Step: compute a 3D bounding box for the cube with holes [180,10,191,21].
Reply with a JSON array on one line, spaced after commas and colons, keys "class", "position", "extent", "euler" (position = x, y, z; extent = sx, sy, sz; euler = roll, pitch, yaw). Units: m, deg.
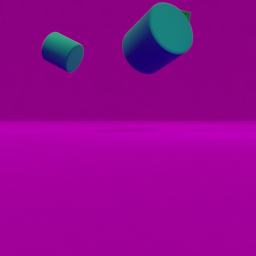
[{"class": "cube with holes", "position": [1.459, -3.188, 9.017], "extent": [0.835, 0.835, 0.835], "euler": [12, -21, 2]}]

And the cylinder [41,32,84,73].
[{"class": "cylinder", "position": [-2.300, -2.666, 9.911], "extent": [1.069, 1.069, 1.069], "euler": [29, 8, 11]}]

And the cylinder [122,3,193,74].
[{"class": "cylinder", "position": [0.732, -2.244, 7.201], "extent": [1.329, 1.329, 1.329], "euler": [-1, -12, -31]}]
